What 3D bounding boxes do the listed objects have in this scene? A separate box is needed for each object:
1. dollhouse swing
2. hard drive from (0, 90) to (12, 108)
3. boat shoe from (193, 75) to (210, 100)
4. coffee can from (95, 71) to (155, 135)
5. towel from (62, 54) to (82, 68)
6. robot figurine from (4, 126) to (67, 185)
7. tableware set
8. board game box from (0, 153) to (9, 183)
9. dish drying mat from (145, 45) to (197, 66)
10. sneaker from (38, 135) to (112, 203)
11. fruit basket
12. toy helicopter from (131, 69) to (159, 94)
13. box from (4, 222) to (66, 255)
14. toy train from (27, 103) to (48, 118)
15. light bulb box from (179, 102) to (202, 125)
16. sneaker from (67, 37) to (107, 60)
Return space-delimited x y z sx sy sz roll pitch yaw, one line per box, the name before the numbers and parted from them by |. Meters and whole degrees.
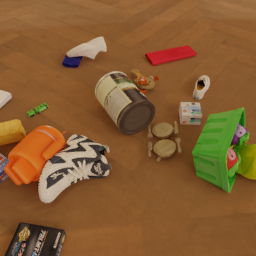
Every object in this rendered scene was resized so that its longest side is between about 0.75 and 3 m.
dollhouse swing | -4.647 0.009 10.707 1.209 1.098 1.063 -14 69 -13
hard drive | -6.481 -0.836 11.956 1.684 0.335 2.553 16 48 16
boat shoe | 3.426 -2.047 12.965 0.612 0.602 1.725 20 49 19
coffee can | -0.166 -1.031 11.241 1.619 1.619 2.212 -21 49 -20
towel | -2.902 -3.567 14.722 0.865 0.290 1.172 9 46 -1
robot figurine | -3.084 0.841 9.576 1.378 1.700 2.363 31 46 4
tableware set | 1.379 0.483 10.670 1.206 0.366 1.824 -8 39 9
board game box | -5.369 1.692 9.393 1.736 0.442 2.565 29 52 25
dish drying mat | 2.314 -3.926 15.089 2.648 0.241 1.017 -16 48 -16
sneaker | -1.537 1.382 9.216 1.807 1.108 2.777 8 35 20
fruit basket | 3.813 0.817 9.396 2.831 2.042 2.831 -13 36 9
toy helicopter | 0.717 -2.367 13.282 1.103 0.658 1.668 -18 45 -20
box | -2.612 3.426 7.776 1.394 0.349 1.404 7 46 8
toy train | -3.856 -0.767 12.002 1.005 0.210 0.283 -36 65 -30
light bulb box | 2.575 -0.606 11.605 0.829 0.522 0.836 1 45 1
sneaker | -2.111 -3.945 14.542 2.088 0.924 0.786 -21 25 0
